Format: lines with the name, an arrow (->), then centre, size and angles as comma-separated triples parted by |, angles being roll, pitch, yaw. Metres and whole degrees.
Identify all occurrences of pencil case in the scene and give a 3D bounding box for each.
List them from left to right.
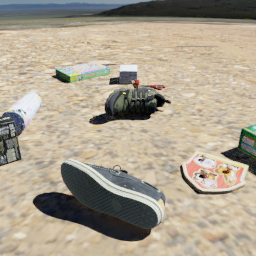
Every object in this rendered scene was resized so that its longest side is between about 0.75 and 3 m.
pencil case -> -4.009, -0.653, 10.689 | 0.892, 0.973, 2.145 | 16, 24, -7

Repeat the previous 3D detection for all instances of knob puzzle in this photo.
knob puzzle -> 2.378, 1.218, 7.865 | 1.989, 0.276, 1.989 | 0, 28, 0

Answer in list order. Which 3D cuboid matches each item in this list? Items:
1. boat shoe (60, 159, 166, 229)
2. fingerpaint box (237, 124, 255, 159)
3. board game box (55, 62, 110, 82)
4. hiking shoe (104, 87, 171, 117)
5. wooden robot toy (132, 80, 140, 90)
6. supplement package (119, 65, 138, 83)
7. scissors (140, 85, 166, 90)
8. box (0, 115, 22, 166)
boat shoe -> -0.389, 1.440, 6.689 | 2.815, 1.050, 0.876 | 18, 27, 22
fingerpaint box -> 4.923, 0.558, 8.547 | 1.873, 0.823, 2.245 | -14, 30, -25
board game box -> -2.657, -3.349, 16.609 | 2.701, 0.393, 1.818 | -20, 33, -34
hiking shoe -> 0.419, -1.053, 11.366 | 2.879, 1.090, 1.449 | -21, 30, -36
wooden robot toy -> 0.188, -1.835, 13.344 | 0.850, 0.826, 1.874 | -10, 27, 4
supplement package -> 0.030, -3.017, 15.609 | 0.989, 0.704, 1.270 | 1, 27, 1
scissors -> 1.167, -2.221, 14.760 | 1.636, 0.114, 0.598 | 12, 32, 25
box -> -3.857, 0.416, 8.252 | 1.096, 1.338, 0.576 | -19, 33, -32
